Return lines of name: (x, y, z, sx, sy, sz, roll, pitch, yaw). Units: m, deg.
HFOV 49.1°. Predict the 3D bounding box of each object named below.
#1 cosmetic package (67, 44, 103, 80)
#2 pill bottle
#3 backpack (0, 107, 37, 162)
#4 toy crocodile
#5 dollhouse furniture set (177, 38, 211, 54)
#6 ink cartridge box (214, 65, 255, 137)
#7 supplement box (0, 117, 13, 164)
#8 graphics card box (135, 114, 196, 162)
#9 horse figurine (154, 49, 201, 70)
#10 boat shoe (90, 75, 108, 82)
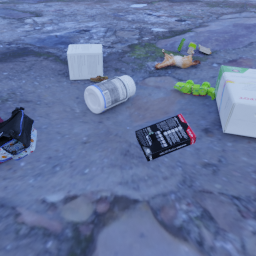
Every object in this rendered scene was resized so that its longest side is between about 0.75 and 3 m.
cosmetic package: (-1.812, -2.862, 12.095, 1.431, 1.197, 1.190, -2, 34, -5)
pill bottle: (-0.596, -1.246, 9.933, 0.982, 0.982, 1.726, 29, 42, 35)
backpack: (-1.966, 0.177, 4.717, 0.790, 0.639, 0.830, -24, 39, 9)
toy crocodile: (2.589, -1.477, 10.777, 1.680, 0.519, 0.567, 13, 37, 25)
dollhouse furniture set: (3.500, -4.107, 14.763, 1.668, 0.644, 0.834, 21, 28, -3)
ink cartridge box: (3.934, -0.875, 8.883, 1.924, 1.158, 2.647, 8, 34, 4)
supplement box: (-4.277, 0.121, 7.888, 1.329, 1.031, 2.408, -26, 42, -32)
graphics card box: (0.769, 0.190, 5.835, 1.094, 0.278, 0.686, -21, 55, -7)
horse figurine: (2.371, -3.185, 13.126, 2.170, 0.542, 1.438, 7, 41, 6)
boat shoe: (-1.209, -2.088, 11.760, 0.808, 0.275, 0.291, 7, 26, 7)
